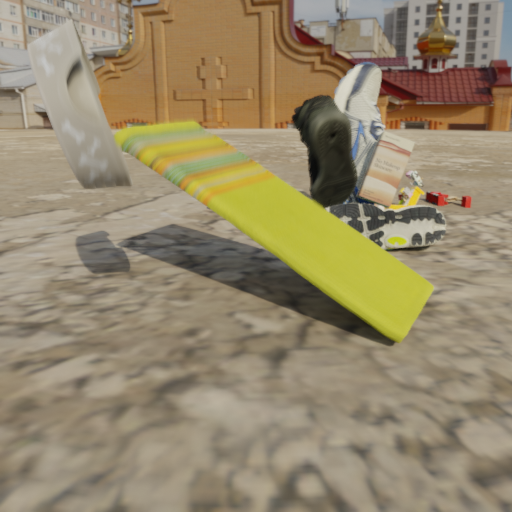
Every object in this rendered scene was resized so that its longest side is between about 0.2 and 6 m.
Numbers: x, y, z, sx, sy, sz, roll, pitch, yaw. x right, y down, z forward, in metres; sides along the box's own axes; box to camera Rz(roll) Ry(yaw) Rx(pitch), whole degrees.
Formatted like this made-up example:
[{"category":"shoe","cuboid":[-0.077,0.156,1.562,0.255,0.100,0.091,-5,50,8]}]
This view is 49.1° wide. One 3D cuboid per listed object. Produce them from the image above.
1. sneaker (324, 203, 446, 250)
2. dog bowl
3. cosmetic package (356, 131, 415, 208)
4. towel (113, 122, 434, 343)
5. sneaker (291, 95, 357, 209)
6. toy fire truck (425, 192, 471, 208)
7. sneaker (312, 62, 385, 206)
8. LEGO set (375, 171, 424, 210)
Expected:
[{"category":"sneaker","cuboid":[1.938,-0.374,8.986,2.091,0.811,0.833,3,-6,1]},{"category":"dog bowl","cuboid":[-1.637,-1.342,5.253,0.459,1.565,1.565,-20,19,-7]},{"category":"cosmetic package","cuboid":[2.084,-1.384,9.068,0.568,1.099,0.480,19,4,3]},{"category":"towel","cuboid":[0.205,-0.420,6.388,3.796,0.343,1.633,36,29,15]},{"category":"sneaker","cuboid":[1.062,-1.655,8.693,0.757,1.981,1.135,-15,50,1]},{"category":"toy fire truck","cuboid":[4.390,-1.296,12.822,0.712,0.246,1.010,-1,15,-6]},{"category":"sneaker","cuboid":[2.008,-1.924,9.955,1.291,3.030,1.168,9,-2,32]},{"category":"LEGO set","cuboid":[2.907,-1.113,11.685,1.488,0.684,0.554,-39,15,-22]}]
